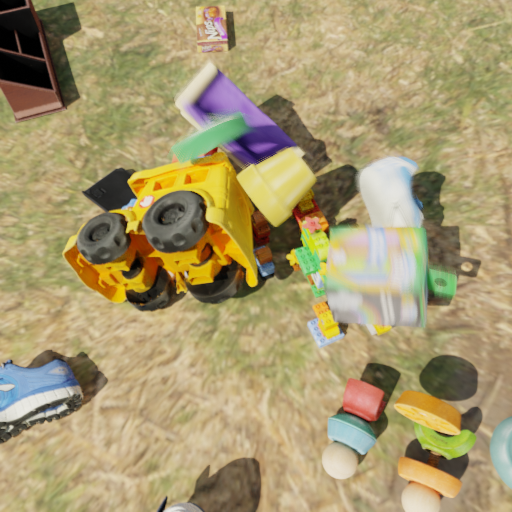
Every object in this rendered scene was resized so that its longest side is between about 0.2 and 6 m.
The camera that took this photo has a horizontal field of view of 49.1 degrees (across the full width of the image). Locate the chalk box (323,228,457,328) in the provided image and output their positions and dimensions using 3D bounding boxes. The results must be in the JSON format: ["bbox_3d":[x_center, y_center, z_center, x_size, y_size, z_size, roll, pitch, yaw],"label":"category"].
[{"bbox_3d":[1.936,0.300,7.983,1.733,1.078,1.073,0,57,18],"label":"chalk box"}]

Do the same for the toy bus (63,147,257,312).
[{"bbox_3d":[-1.462,-0.700,9.526,2.870,1.948,2.755,-10,53,17],"label":"toy bus"}]

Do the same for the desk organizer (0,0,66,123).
[{"bbox_3d":[-5.129,-4.509,12.165,1.094,1.174,3.050,-18,63,-9],"label":"desk organizer"}]

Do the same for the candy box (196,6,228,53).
[{"bbox_3d":[-1.039,-5.294,13.064,0.706,0.342,1.210,-3,60,-1],"label":"candy box"}]

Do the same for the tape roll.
[{"bbox_3d":[-0.720,-1.837,8.646,1.206,1.206,0.290,-34,107,-17],"label":"tape roll"}]

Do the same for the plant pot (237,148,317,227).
[{"bbox_3d":[0.384,-1.159,8.923,0.982,1.044,1.044,-38,66,8],"label":"plant pot"}]

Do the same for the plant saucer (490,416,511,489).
[{"bbox_3d":[4.292,3.072,8.657,1.267,0.228,1.267,0,62,0],"label":"plant saucer"}]

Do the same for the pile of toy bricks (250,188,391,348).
[{"bbox_3d":[0.998,-0.043,9.541,1.783,1.587,3.215,-21,64,-11],"label":"pile of toy bricks"}]

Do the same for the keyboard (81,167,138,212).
[{"bbox_3d":[-2.257,-0.695,10.551,2.270,0.291,1.363,36,57,15],"label":"keyboard"}]

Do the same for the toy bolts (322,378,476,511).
[{"bbox_3d":[1.908,2.758,8.063,2.049,1.958,1.421,16,68,29],"label":"toy bolts"}]

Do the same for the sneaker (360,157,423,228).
[{"bbox_3d":[2.348,-0.324,9.223,0.976,2.692,0.967,-18,30,-9],"label":"sneaker"}]

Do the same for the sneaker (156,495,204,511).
[{"bbox_3d":[-1.411,4.269,7.171,0.936,1.702,2.324,29,66,14],"label":"sneaker"}]

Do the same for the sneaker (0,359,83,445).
[{"bbox_3d":[-3.977,2.279,8.811,2.319,0.911,1.034,-17,54,-17],"label":"sneaker"}]

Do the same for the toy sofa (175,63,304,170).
[{"bbox_3d":[-0.265,-2.249,9.894,0.954,2.304,1.124,-46,23,11],"label":"toy sofa"}]
